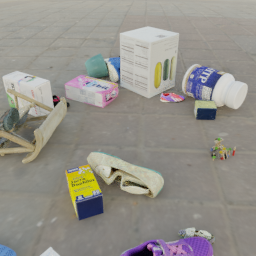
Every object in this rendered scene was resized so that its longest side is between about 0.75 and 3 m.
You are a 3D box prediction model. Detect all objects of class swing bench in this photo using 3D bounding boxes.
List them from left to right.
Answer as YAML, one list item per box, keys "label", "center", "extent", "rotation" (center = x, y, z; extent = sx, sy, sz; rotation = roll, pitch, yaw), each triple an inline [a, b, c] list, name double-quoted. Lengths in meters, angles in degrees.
- label: "swing bench"
  center: [-3.702, -0.086, 10.073]
  extent: [2.409, 1.563, 2.396]
  rotation: [10, 34, 6]

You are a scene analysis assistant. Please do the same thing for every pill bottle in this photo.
- label: "pill bottle"
  center: [3.919, -1.839, 12.701]
  extent: [1.537, 1.537, 2.568]
  rotation: [-28, 43, -36]

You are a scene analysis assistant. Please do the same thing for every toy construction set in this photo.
- label: "toy construction set"
  center: [3.292, 0.672, 9.656]
  extent: [0.834, 0.641, 0.696]
  rotation: [0, 33, -1]

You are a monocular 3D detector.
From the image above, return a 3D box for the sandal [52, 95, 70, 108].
- label: "sandal"
  center: [-3.505, -1.262, 12.820]
  extent: [1.903, 0.429, 0.715]
  rotation: [19, 37, 26]

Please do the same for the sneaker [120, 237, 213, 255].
- label: "sneaker"
  center: [0.791, 2.815, 5.977]
  extent: [2.421, 1.070, 0.974]
  rotation: [-10, 33, -17]

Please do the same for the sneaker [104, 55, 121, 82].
- label: "sneaker"
  center: [-0.432, -3.376, 15.555]
  extent: [1.429, 0.986, 2.568]
  rotation: [-14, 28, -6]

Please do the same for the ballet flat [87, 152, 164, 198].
- label: "ballet flat"
  center: [-0.239, 1.388, 8.400]
  extent: [2.620, 0.884, 0.817]
  rotation: [13, 46, 20]

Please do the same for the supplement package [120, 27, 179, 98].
- label: "supplement package"
  center: [1.018, -3.299, 13.838]
  extent: [2.061, 2.716, 2.046]
  rotation: [-28, 42, -36]

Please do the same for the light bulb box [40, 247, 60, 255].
- label: "light bulb box"
  center: [-1.507, 3.069, 5.838]
  extent: [0.773, 0.780, 0.487]
  rotation: [24, 40, 31]

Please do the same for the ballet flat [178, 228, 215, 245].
- label: "ballet flat"
  center: [1.709, 2.627, 6.959]
  extent: [0.893, 0.321, 0.321]
  rotation: [10, 34, 15]

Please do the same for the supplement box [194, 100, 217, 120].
- label: "supplement box"
  center: [3.291, -0.777, 11.969]
  extent: [0.811, 0.544, 0.810]
  rotation: [2, 33, 3]

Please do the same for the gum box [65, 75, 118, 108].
- label: "gum box"
  center: [-1.681, -1.764, 13.286]
  extent: [2.283, 0.755, 1.296]
  rotation: [17, 37, 24]

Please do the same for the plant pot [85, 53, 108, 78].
- label: "plant pot"
  center: [-1.777, -3.323, 15.350]
  extent: [1.008, 1.256, 1.256]
  rotation: [-21, 37, -8]

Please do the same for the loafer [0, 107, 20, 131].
- label: "loafer"
  center: [-3.686, -0.277, 8.515]
  extent: [0.463, 0.529, 1.473]
  rotation: [-11, 19, -5]

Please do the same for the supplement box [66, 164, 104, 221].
- label: "supplement box"
  center: [-1.232, 1.771, 7.872]
  extent: [0.728, 0.733, 1.338]
  rotation: [-13, 35, -19]

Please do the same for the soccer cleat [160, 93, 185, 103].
- label: "soccer cleat"
  center: [2.102, -1.446, 13.109]
  extent: [1.155, 0.423, 0.394]
  rotation: [-2, 33, -3]

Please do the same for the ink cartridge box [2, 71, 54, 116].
- label: "ink cartridge box"
  center: [-4.298, -1.468, 12.161]
  extent: [2.047, 1.482, 0.860]
  rotation: [19, 37, 26]

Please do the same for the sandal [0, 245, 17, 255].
- label: "sandal"
  center: [-3.191, 2.816, 6.423]
  extent: [1.348, 0.587, 0.536]
  rotation: [11, 33, 13]
